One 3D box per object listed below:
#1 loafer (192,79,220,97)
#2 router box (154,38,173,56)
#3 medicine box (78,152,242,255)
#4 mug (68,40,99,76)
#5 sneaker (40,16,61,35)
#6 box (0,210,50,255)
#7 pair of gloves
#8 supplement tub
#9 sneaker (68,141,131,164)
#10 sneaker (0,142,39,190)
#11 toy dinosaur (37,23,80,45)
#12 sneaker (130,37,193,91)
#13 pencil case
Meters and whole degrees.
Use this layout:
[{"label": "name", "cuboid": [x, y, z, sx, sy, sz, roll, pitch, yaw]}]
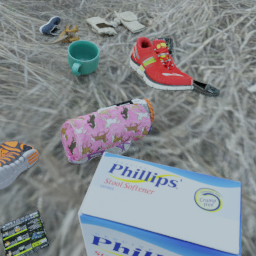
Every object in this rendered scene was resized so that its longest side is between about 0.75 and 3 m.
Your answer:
[{"label": "loafer", "cuboid": [2.589, -1.381, 9.557, 1.125, 0.354, 0.404, 18, 48, 17]}, {"label": "router box", "cuboid": [1.429, -3.324, 11.504, 0.771, 0.320, 1.029, 6, 45, 6]}, {"label": "medicine box", "cuboid": [0.499, 1.831, 4.882, 2.238, 2.457, 1.265, 11, 46, 11]}, {"label": "mug", "cuboid": [-1.715, -2.455, 10.195, 1.365, 0.844, 1.122, -34, 68, -28]}, {"label": "sneaker", "cuboid": [-3.251, -4.586, 12.597, 0.883, 0.465, 1.222, 18, 57, 31]}, {"label": "box", "cuboid": [-2.222, 2.308, 6.015, 0.868, 0.206, 0.839, -20, 51, -20]}, {"label": "pair of gloves", "cuboid": [-0.583, -4.918, 13.031, 2.339, 0.410, 1.988, -16, 47, -16]}, {"label": "supplement tub", "cuboid": [-0.057, -0.310, 8.098, 1.501, 0.920, 0.920, -19, 48, -17]}, {"label": "sneaker", "cuboid": [-0.794, 0.406, 7.584, 1.718, 0.643, 0.856, -9, 46, -9]}, {"label": "sneaker", "cuboid": [-3.189, 0.930, 7.172, 0.916, 0.634, 1.635, 25, 40, 27]}, {"label": "toy dinosaur", "cuboid": [-2.698, -3.854, 11.944, 1.209, 0.687, 2.276, -6, 33, 19]}, {"label": "sneaker", "cuboid": [0.653, -1.420, 5.989, 0.785, 0.866, 2.039, -9, 36, -31]}, {"label": "pencil case", "cuboid": [-0.415, 0.054, 5.637, 1.894, 0.784, 0.819, -16, 70, -38]}]
